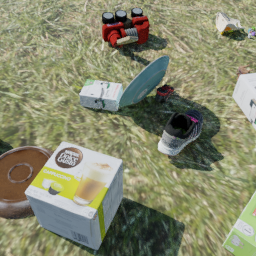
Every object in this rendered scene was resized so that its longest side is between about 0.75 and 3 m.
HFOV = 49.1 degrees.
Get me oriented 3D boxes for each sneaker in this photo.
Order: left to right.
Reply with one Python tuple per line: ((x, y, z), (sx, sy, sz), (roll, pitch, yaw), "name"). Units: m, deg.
((1.283, -1.208, 9.953), (0.431, 0.596, 1.220), (28, 29, 18), "sneaker")
((1.714, -0.091, 8.342), (0.830, 0.984, 2.249), (33, 45, 22), "sneaker")

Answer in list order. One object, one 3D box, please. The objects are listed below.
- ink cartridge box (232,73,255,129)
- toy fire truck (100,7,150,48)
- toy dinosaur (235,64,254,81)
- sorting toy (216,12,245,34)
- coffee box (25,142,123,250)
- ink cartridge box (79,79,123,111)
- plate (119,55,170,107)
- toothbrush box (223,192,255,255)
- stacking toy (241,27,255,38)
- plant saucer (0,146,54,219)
((4.832, -0.705, 9.036), (1.788, 1.032, 2.448), (-8, 46, -8), "ink cartridge box")
((0.075, -4.148, 12.231), (2.138, 1.563, 2.429), (-15, 59, -15), "toy fire truck")
((4.485, -2.234, 10.990), (0.662, 0.419, 0.977), (-2, 40, 8), "toy dinosaur")
((4.967, -4.974, 13.477), (1.161, 0.689, 1.290), (-2, 46, -6), "sorting toy")
((-1.104, 1.529, 6.476), (1.577, 1.580, 1.562), (16, 48, 15), "coffee box")
((-0.909, -1.158, 9.813), (1.313, 0.554, 0.959), (8, 46, 8), "ink cartridge box")
((0.599, -1.404, 9.050), (0.285, 2.227, 2.227), (46, 59, 9), "plate")
((3.410, 2.487, 6.020), (2.093, 0.901, 1.524), (30, 52, 27), "toothbrush box")
((5.912, -4.581, 13.413), (0.673, 0.210, 0.893), (-9, 44, -11), "stacking toy")
((-2.862, 1.300, 7.574), (2.306, 0.370, 2.306), (0, 47, 0), "plant saucer")
